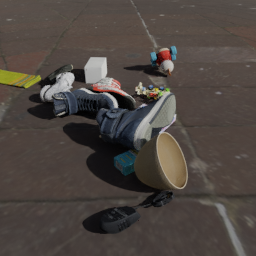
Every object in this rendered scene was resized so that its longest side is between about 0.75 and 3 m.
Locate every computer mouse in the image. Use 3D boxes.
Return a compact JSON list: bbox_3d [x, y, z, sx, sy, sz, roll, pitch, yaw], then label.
[{"bbox_3d":[0.285,1.997,6.669,2.139,0.364,0.627,-14,11,-28],"label":"computer mouse"}]

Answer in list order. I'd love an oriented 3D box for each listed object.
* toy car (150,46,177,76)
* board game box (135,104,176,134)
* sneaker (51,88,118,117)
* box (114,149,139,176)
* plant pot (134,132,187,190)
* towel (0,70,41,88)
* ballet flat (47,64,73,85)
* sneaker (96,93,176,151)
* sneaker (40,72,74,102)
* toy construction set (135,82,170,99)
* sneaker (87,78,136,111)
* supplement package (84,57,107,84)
[{"bbox_3d":[1.876,-3.136,13.899,1.251,1.200,1.357,-15,76,3],"label":"toy car"},{"bbox_3d":[0.767,-0.294,10.125,1.437,0.296,1.434,22,39,29],"label":"board game box"},{"bbox_3d":[-1.699,-0.816,10.196,2.443,0.929,1.765,18,25,41],"label":"sneaker"},{"bbox_3d":[0.299,0.875,8.305,1.371,0.337,0.564,-23,39,-31],"label":"box"},{"bbox_3d":[0.761,0.974,7.393,1.007,1.499,1.499,-23,21,31],"label":"plant pot"},{"bbox_3d":[-5.627,-2.409,13.420,2.706,0.244,1.164,12,34,18],"label":"towel"},{"bbox_3d":[-3.223,-2.544,13.498,0.756,0.646,2.275,-24,21,25],"label":"ballet flat"},{"bbox_3d":[0.237,-0.418,9.276,2.117,1.114,2.930,9,33,31],"label":"sneaker"},{"bbox_3d":[-2.624,-1.645,11.804,1.184,0.774,2.060,16,41,22],"label":"sneaker"},{"bbox_3d":[1.065,-1.386,11.508,1.567,0.722,1.027,24,39,14],"label":"toy construction set"},{"bbox_3d":[-0.485,-1.479,11.449,2.350,0.785,1.259,16,41,28],"label":"sneaker"},{"bbox_3d":[-1.523,-2.775,13.443,0.813,0.815,1.390,3,33,5],"label":"supplement package"}]
